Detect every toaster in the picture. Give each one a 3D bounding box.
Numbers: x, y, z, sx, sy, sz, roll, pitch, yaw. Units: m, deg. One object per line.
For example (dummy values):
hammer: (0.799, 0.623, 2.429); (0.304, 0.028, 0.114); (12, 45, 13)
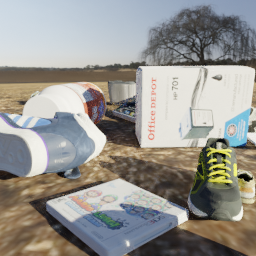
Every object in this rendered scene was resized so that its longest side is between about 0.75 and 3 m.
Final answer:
toaster: (-0.157, -2.046, 16.363); (2.188, 1.413, 1.243); (6, 14, 28)

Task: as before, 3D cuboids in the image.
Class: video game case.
video game case: (-0.183, 1.198, 4.076); (1.433, 0.187, 1.574); (-10, 15, -40)
video game case: (0.709, -1.003, 11.985); (2.178, 0.280, 2.396); (-33, 24, -18)

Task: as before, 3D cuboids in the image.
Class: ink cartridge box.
ink cartridge box: (1.744, -0.624, 7.860); (2.949, 2.159, 1.266); (-1, 15, -4)

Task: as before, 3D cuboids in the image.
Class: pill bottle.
pill bottle: (-1.922, -0.568, 8.945); (1.651, 1.651, 2.944); (3, 13, 16)

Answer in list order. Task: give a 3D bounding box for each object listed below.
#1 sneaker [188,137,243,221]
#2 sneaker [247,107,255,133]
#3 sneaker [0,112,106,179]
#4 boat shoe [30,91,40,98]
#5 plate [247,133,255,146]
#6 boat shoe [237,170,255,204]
sneaker: (1.391, 0.727, 4.563); (0.779, 0.885, 2.092); (2, 14, 12)
sneaker: (4.616, -0.355, 9.268); (2.886, 1.163, 1.204); (1, 6, 8)
sneaker: (-1.920, 0.200, 6.296); (2.980, 1.200, 2.182); (12, 16, 40)
boat shoe: (-5.358, -1.835, 16.574); (0.773, 0.673, 2.097); (-47, 29, -4)
plate: (4.058, 0.388, 7.808); (1.367, 0.221, 1.370); (2, 12, 4)
boat shoe: (2.049, 0.926, 4.921); (0.400, 0.366, 1.071); (3, 12, 13)
